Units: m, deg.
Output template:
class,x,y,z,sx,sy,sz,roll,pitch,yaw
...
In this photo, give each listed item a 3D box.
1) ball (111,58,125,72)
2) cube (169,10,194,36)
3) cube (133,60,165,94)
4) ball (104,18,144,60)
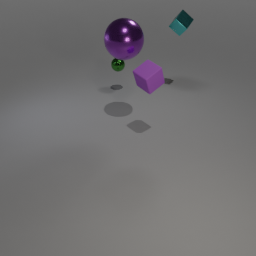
class,x,y,z,sx,sy,sz,roll,pitch,yaw
ball,-0.499,-3.191,14.071,0.700,0.700,0.700,0,31,0
cube,2.467,-4.874,13.005,0.700,0.700,0.700,-55,11,-19
cube,0.691,-1.689,9.267,0.700,0.700,0.700,-39,53,-13
ball,-0.137,-3.082,9.744,1.400,1.400,1.400,0,31,0
